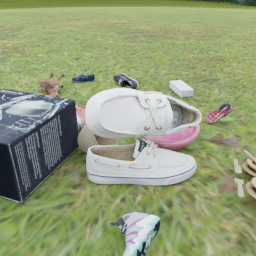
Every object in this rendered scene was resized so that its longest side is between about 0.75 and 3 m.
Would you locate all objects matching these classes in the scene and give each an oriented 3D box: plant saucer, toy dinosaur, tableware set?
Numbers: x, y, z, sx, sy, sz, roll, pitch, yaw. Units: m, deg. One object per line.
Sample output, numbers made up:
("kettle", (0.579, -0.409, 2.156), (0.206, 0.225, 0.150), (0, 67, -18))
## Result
("plant saucer", (1.060, 0.077, 7.305), (1.551, 0.393, 1.551), (-2, 34, 1))
("toy dinosaur", (-2.957, -1.596, 10.390), (1.501, 0.644, 1.018), (16, 38, 38))
("tableware set", (2.697, 0.944, 5.484), (1.123, 0.340, 1.699), (15, 22, 12))

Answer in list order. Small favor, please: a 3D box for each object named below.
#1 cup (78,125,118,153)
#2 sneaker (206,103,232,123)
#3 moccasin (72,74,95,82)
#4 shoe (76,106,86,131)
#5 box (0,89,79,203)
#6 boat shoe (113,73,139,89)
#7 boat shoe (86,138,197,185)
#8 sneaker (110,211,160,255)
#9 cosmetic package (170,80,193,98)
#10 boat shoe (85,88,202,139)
("cup", (-0.795, 0.251, 6.698), (0.687, 0.960, 0.960), (-21, 18, 28))
("sneaker", (2.666, -0.373, 8.167), (0.822, 0.307, 0.331), (-32, 53, 13))
("moccasin", (-1.853, -2.103, 11.605), (0.945, 0.322, 0.380), (-8, 29, -14))
("shoe", (-1.367, -0.383, 8.255), (0.615, 0.483, 1.353), (-12, 35, -24))
("box", (-2.601, 0.206, 6.190), (2.224, 1.378, 2.186), (10, 28, 18))
("boat shoe", (-0.173, -1.826, 10.962), (1.251, 0.454, 0.392), (27, 35, 33))
("boat shoe", (0.295, 0.640, 5.906), (2.365, 0.825, 0.838), (0, 28, -1))
("sneaker", (-0.009, 1.691, 4.453), (0.740, 0.411, 1.058), (13, 21, 26))
("cosmetic package", (1.974, -1.476, 10.461), (0.469, 0.288, 1.137), (-6, 29, -12))
("boat shoe", (0.507, -0.324, 5.954), (2.983, 1.056, 1.034), (-5, 7, -43))
